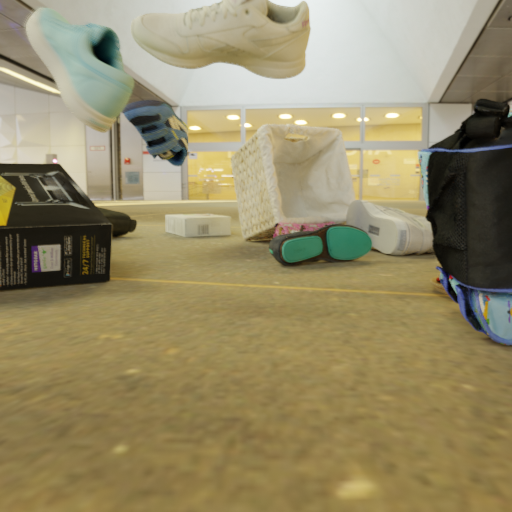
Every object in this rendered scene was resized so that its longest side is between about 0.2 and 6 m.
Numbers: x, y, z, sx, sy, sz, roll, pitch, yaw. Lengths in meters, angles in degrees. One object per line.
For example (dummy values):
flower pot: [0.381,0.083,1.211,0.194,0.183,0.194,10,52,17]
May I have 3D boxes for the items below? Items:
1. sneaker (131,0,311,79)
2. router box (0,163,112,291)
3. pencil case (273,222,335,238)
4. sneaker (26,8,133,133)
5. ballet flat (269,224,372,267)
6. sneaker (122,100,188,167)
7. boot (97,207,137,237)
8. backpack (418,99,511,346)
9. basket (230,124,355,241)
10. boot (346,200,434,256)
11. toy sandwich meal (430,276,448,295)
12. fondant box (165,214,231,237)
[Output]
sneaker: [-0.510,-3.636,8.731,2.822,1.056,1.406,2,-38,-10]
router box: [-4.221,-0.603,8.846,2.930,0.973,3.727,-4,23,-29]
pencil case: [1.140,-0.472,12.700,1.517,0.628,0.656,-3,46,-24]
sneaker: [-2.352,-2.857,7.856,1.040,2.538,0.938,-43,-27,17]
ballet flat: [1.144,-0.211,10.378,2.104,0.769,0.769,-7,10,-29]
sneaker: [-2.180,-2.792,12.779,0.898,0.999,2.428,-8,-11,19]
boot: [-5.281,-1.016,15.224,3.491,1.352,2.415,19,11,27]
backpack: [3.267,-0.565,6.125,3.010,2.218,3.297,-4,10,7]
basket: [0.879,-1.781,14.115,2.488,2.511,2.019,-5,-8,-33]
boot: [3.062,-0.567,12.405,1.322,1.018,2.767,4,17,-16]
toy sandwich meal: [3.101,0.232,7.548,1.497,0.513,1.497,0,7,0]
fondant box: [-1.707,-0.905,16.257,1.381,0.558,1.914,-3,9,-25]
